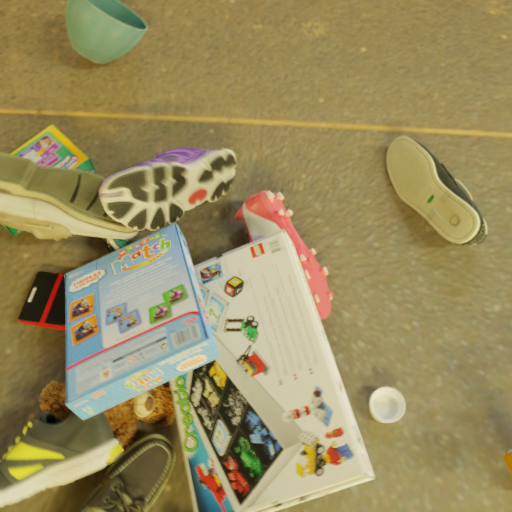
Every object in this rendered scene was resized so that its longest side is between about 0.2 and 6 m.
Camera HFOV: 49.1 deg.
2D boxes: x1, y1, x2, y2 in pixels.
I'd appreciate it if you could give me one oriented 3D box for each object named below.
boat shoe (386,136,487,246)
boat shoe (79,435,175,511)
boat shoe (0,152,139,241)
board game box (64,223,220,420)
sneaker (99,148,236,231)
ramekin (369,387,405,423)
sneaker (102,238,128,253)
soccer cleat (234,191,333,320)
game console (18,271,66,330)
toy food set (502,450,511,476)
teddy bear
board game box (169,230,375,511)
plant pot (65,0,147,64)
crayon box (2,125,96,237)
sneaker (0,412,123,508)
[{"bbox_3d":[3.614,-1.316,11.362,0.943,1.002,2.789,3,46,-43],"label":"boat shoe"},{"bbox_3d":[-2.208,3.952,8.593,0.940,0.864,2.630,46,75,-6],"label":"boat shoe"},{"bbox_3d":[-3.736,-0.934,10.533,3.286,1.124,1.228,19,41,-5],"label":"boat shoe"},{"bbox_3d":[-2.013,0.908,9.221,2.279,0.551,3.013,-25,42,1],"label":"board game box"},{"bbox_3d":[-1.766,-1.399,10.776,1.308,1.264,3.136,22,29,32],"label":"sneaker"},{"bbox_3d":[2.240,2.596,9.676,0.602,0.293,0.602,0,65,0],"label":"ramekin"},{"bbox_3d":[-2.729,-0.583,10.993,0.720,0.701,1.808,-22,66,-14],"label":"sneaker"},{"bbox_3d":[0.517,0.051,10.695,1.060,0.925,2.773,-34,74,30],"label":"soccer cleat"},{"bbox_3d":[-3.780,0.825,10.494,1.010,0.177,1.142,7,54,3],"label":"game console"},{"bbox_3d":[5.377,3.277,8.683,3.061,1.461,1.377,-17,65,-12],"label":"toy food set"},{"bbox_3d":[-2.542,2.558,9.443,2.300,0.768,1.667,7,67,3],"label":"teddy bear"},{"bbox_3d":[-0.085,1.903,9.206,2.675,0.733,4.237,-22,61,10],"label":"board game box"},{"bbox_3d":[-3.577,-5.148,12.754,1.814,1.814,1.222,46,116,19],"label":"plant pot"},{"bbox_3d":[-4.556,-1.571,11.492,1.271,0.623,2.140,42,71,18],"label":"crayon box"},{"bbox_3d":[-3.434,3.121,8.827,2.686,1.000,1.136,-20,77,2],"label":"sneaker"}]
